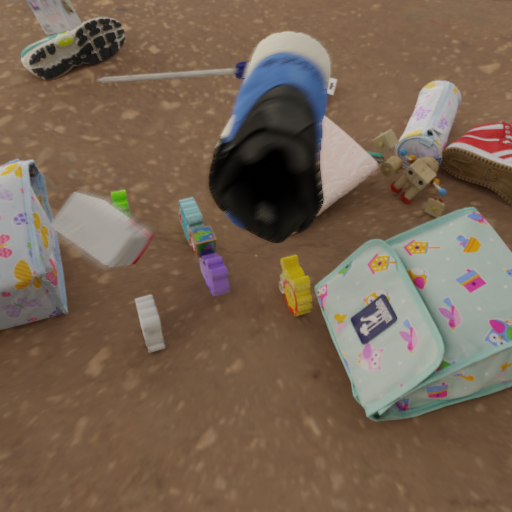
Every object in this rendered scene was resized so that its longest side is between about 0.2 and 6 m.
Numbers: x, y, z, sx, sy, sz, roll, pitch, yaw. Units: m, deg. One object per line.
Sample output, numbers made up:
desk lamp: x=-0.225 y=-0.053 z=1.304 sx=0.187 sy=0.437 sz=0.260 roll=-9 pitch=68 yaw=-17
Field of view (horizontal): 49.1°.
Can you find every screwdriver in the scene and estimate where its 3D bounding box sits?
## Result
screwdriver: x=-0.500 y=-2.330 z=7.151 sx=2.961 sy=0.413 sz=0.431 roll=-8 pitch=28 yaw=-10

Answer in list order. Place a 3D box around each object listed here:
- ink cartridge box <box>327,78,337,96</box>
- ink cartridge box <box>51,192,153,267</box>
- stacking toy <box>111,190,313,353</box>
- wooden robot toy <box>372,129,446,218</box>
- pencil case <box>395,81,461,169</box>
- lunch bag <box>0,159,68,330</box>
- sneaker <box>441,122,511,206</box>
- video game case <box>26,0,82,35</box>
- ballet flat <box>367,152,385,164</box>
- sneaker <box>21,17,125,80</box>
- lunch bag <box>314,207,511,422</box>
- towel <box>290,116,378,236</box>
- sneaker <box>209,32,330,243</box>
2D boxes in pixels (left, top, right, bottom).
ink cartridge box: x=1.247 y=-4.095 z=13.692 sx=1.363 sy=0.343 sz=0.742 roll=12 pitch=50 yaw=8
ink cartridge box: x=-2.079 y=-0.344 z=7.796 sx=0.978 sy=1.343 sz=0.556 roll=35 pitch=91 yaw=-1
stacking toy: x=-0.946 y=-0.166 z=10.004 sx=2.778 sy=0.866 sz=3.684 roll=-14 pitch=50 yaw=-14
wooden robot toy: x=3.181 y=-1.694 z=11.174 sx=2.009 sy=0.885 sz=0.912 roll=48 pitch=53 yaw=5
pencil case: x=3.750 y=-2.832 z=12.125 sx=0.971 sy=1.059 sz=2.335 roll=17 pitch=50 yaw=18
lunch bag: x=-4.644 y=-0.199 z=9.379 sx=2.454 sy=1.840 sz=2.894 roll=-16 pitch=61 yaw=-11
sneaker: x=5.238 y=-1.841 z=11.369 sx=2.603 sy=0.927 sz=1.464 roll=33 pitch=55 yaw=21
video game case: x=-3.046 y=-3.725 z=8.227 sx=0.916 sy=0.830 sz=0.208 roll=16 pitch=51 yaw=44
ballet flat: x=1.631 y=-1.949 z=11.594 sx=2.062 sy=0.657 sz=0.695 roll=16 pitch=18 yaw=25
sneaker: x=-4.756 y=-5.536 z=14.521 sx=2.781 sy=1.078 sz=1.107 roll=-28 pitch=46 yaw=-22
lunch bag: x=2.543 y=0.929 z=8.437 sx=2.923 sy=1.782 sz=2.490 roll=-18 pitch=52 yaw=-3
towel: x=0.964 y=-1.705 z=11.122 sx=2.158 sy=0.348 sz=2.061 roll=-38 pitch=57 yaw=1
sneaker: x=0.016 y=-0.860 z=7.221 sx=1.345 sy=3.504 sz=1.949 roll=15 pitch=59 yaw=-7
